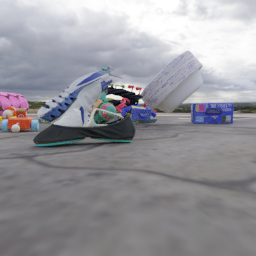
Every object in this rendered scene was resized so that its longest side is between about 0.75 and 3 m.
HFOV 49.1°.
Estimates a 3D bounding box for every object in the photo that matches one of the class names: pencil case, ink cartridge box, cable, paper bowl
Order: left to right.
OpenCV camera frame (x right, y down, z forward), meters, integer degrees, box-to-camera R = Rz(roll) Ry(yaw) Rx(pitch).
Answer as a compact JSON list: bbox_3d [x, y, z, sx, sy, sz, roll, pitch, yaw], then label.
[{"bbox_3d":[-5.555,-0.824,12.186,1.341,1.384,2.955,46,10,5],"label":"pencil case"},{"bbox_3d":[-0.444,-1.075,9.877,1.912,0.486,1.560,-5,-20,15],"label":"cable"},{"bbox_3d":[1.800,-1.598,10.806,2.600,1.352,2.600,-41,-3,-2],"label":"paper bowl"},{"bbox_3d":[3.594,-0.641,12.116,1.612,0.902,2.363,0,5,10],"label":"ink cartridge box"}]

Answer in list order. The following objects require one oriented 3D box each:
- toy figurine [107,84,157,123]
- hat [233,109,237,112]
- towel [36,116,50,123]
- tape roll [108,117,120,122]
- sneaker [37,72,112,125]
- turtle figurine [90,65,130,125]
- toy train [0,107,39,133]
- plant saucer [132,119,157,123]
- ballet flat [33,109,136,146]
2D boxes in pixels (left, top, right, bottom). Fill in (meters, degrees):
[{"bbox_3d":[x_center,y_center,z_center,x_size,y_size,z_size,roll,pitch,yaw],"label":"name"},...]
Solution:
[{"bbox_3d":[0.280,-0.960,12.265,2.857,1.507,1.711,7,19,-22],"label":"toy figurine"},{"bbox_3d":[4.743,-0.586,13.959,1.355,0.546,1.355,-7,-1,0],"label":"hat"},{"bbox_3d":[-3.225,-0.467,13.273,1.808,0.372,2.424,-3,5,-27],"label":"towel"},{"bbox_3d":[-0.457,-0.410,12.840,0.930,0.307,0.930,0,3,0],"label":"tape roll"},{"bbox_3d":[-1.108,-0.485,6.672,1.830,1.057,0.739,-38,32,-14],"label":"sneaker"},{"bbox_3d":[-1.220,-0.644,8.481,2.920,1.470,2.186,2,45,52],"label":"turtle figurine"},{"bbox_3d":[-3.709,-0.294,7.712,2.609,0.726,1.960,0,3,-6],"label":"toy train"},{"bbox_3d":[0.667,-0.382,13.470,0.704,0.191,2.015,-1,5,-21],"label":"plant saucer"},{"bbox_3d":[-0.690,-0.029,4.648,1.702,0.582,0.579,-2,3,-25],"label":"ballet flat"}]
